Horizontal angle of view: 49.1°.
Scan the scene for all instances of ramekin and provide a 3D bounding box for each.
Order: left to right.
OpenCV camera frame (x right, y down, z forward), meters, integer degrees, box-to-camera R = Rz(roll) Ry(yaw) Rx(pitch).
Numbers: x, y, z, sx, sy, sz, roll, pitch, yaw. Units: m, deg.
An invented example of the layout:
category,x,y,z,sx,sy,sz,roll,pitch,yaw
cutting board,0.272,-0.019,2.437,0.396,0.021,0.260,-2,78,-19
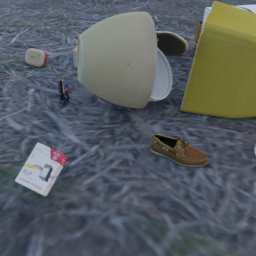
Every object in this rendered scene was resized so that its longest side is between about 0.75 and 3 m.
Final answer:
category,x,y,z,sx,sy,sz,roll,pitch,yaw
ramekin,0.469,-1.559,8.361,0.876,1.669,1.669,-13,20,47

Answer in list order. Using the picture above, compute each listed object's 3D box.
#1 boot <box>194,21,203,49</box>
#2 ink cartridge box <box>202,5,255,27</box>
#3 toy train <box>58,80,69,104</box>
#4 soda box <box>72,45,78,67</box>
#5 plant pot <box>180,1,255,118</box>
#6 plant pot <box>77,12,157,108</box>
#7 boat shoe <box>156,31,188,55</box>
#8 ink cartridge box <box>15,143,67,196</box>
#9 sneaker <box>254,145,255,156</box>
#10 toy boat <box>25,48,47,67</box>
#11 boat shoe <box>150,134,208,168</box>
category,x,y,z,sx,sy,sz,roll,pitch,yaw
boot,3.416,-3.785,11.832,0.587,1.188,1.530,-16,39,-20
ink cartridge box,4.239,-3.366,10.466,2.919,2.133,1.231,-5,39,-8
toy train,-2.097,-1.209,9.179,0.320,0.238,1.395,-6,37,-13
soda box,-1.528,-3.236,11.494,0.769,0.715,2.249,7,38,9
plant pot,3.349,-1.837,8.212,2.706,2.628,2.645,17,39,11
plant pot,-0.475,-1.861,7.789,1.781,2.653,2.653,-2,36,-14
boat shoe,1.673,-3.809,12.220,2.475,0.887,0.943,30,35,34
ink cartridge box,-1.744,0.839,5.687,0.652,0.378,0.883,24,70,5
sneaker,3.788,0.807,5.875,0.925,0.977,2.534,-21,43,-27
toy boat,-3.552,-2.767,11.082,0.995,0.649,0.651,18,10,21
boat shoe,1.195,0.518,6.644,1.437,0.489,0.517,13,39,17
